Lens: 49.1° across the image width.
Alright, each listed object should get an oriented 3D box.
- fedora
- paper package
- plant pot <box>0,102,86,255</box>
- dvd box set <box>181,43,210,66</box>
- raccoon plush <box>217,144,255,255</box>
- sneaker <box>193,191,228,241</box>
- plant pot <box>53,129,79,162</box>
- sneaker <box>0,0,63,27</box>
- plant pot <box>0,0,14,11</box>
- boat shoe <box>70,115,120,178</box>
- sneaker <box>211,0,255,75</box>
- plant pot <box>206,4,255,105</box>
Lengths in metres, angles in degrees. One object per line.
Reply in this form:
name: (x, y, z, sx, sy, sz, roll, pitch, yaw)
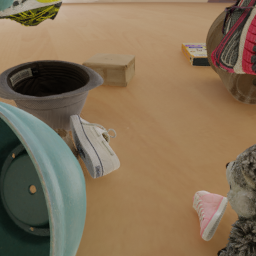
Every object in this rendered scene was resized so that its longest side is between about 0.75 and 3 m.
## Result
fedora: (-1.961, -0.746, 7.138, 2.558, 1.306, 2.893, -20, 36, -32)
paper package: (-0.631, -2.152, 10.169, 1.572, 0.813, 1.499, 6, 30, 13)
plant pot: (-1.550, 0.895, 3.409, 2.576, 2.576, 1.726, 10, 3, 18)
dvd box set: (3.671, -3.404, 12.829, 2.026, 0.407, 2.769, 0, 29, -1)
raccoon plush: (2.235, 1.226, 3.050, 2.753, 1.845, 1.332, 24, 37, 36)
sneaker: (1.192, 1.327, 4.393, 0.520, 0.374, 0.994, 20, 29, 26)
plant pot: (-1.409, 0.410, 5.728, 0.785, 0.681, 0.785, 1, 28, 0)
sneaker: (-3.054, -3.312, 7.880, 2.881, 1.219, 1.073, -25, 71, -29)
plant pot: (-3.150, -3.277, 5.502, 2.131, 1.710, 2.131, 0, 41, 0)
boat shoe: (-0.658, 0.258, 5.971, 0.817, 0.708, 1.916, -13, 34, -22)
sneaker: (2.532, -2.477, 5.604, 1.149, 2.849, 1.064, 28, -7, -42)
plant pot: (3.833, -2.103, 8.590, 2.827, 2.827, 2.453, 6, 47, 10)
